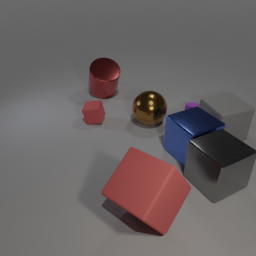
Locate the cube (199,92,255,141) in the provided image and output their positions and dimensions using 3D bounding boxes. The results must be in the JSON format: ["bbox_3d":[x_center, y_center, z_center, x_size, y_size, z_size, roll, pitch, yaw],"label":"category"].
[{"bbox_3d":[3.600,-0.344,10.544,1.400,1.400,1.400,-12,36,-17],"label":"cube"}]

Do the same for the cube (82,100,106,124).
[{"bbox_3d":[-1.400,-0.654,11.508,0.700,0.700,0.700,-5,35,13],"label":"cube"}]

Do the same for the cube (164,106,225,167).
[{"bbox_3d":[2.217,0.295,9.590,1.400,1.400,1.400,-17,37,-24],"label":"cube"}]

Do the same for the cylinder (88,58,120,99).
[{"bbox_3d":[-1.134,-2.322,13.152,1.400,1.400,1.400,4,63,-8],"label":"cylinder"}]

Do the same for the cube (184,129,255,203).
[{"bbox_3d":[2.701,1.086,8.386,1.400,1.400,1.400,-17,37,-25],"label":"cube"}]

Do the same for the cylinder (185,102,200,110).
[{"bbox_3d":[2.651,-0.622,11.487,0.700,0.700,0.700,8,23,-3],"label":"cylinder"}]

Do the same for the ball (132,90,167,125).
[{"bbox_3d":[0.869,-0.800,11.230,1.400,1.400,1.400,0,33,0],"label":"ball"}]

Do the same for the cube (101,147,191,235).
[{"bbox_3d":[0.496,1.560,7.015,1.400,1.400,1.400,22,72,39],"label":"cube"}]
